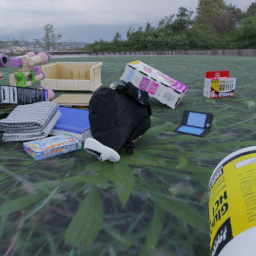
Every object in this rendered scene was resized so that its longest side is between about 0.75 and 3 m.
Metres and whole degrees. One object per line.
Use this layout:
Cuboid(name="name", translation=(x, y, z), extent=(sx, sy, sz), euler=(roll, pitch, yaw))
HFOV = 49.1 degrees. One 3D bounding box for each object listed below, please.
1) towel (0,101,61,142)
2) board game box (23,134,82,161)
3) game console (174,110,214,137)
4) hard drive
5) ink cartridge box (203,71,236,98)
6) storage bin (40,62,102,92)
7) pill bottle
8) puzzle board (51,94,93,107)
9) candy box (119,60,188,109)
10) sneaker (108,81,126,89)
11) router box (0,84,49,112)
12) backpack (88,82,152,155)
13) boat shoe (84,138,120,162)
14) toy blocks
Cuboid(name="towel", translation=(-2.879, -0.244, 8.199), extent=(1.498, 0.641, 1.240), euler=(-3, 35, 11))
Cuboid(name="board game box", translation=(-1.989, 0.478, 7.431), extent=(1.276, 0.220, 0.863), euler=(-14, 23, -37))
Cuboid(name="game console", translation=(2.088, -0.170, 8.898), extent=(1.010, 0.862, 0.598), euler=(12, -5, 31))
Cuboid(name="hard drive", translation=(-2.130, -0.244, 9.382), extent=(2.992, 0.380, 1.974), euler=(10, 20, 27))
Cuboid(name="ink cartridge box", translation=(4.568, -2.189, 13.949), extent=(1.431, 1.256, 0.600), euler=(-6, 19, -17))
Cuboid(name="storage bin", translation=(-3.218, -3.016, 16.282), extent=(2.974, 1.394, 2.953), euler=(2, 18, 5))
Cuboid(name="pill bottle", translation=(1.622, 1.284, 2.974), extent=(1.450, 1.450, 2.579), euler=(4, 18, 13))
Cuboid(name="puzzle board", translation=(-1.983, -1.252, 12.781), extent=(2.636, 0.229, 1.986), euler=(2, 17, 3))
Cuboid(name="candy box", translation=(1.204, -1.988, 12.407), extent=(2.696, 0.822, 1.839), euler=(29, 24, 8))
Cuboid(name="sneaker", translation=(-0.399, -1.502, 12.199), extent=(1.334, 0.996, 2.972), euler=(14, 15, 23))
Cuboid(name="router box", translation=(-4.341, -0.970, 9.768), extent=(2.461, 0.643, 1.935), euler=(-4, 0, 32))
Cuboid(name="backpack", translation=(-0.168, -0.388, 7.827), extent=(1.392, 1.835, 2.199), euler=(3, 12, 23))
Cuboid(name="boat shoe", translation=(-0.613, 0.587, 6.536), extent=(0.341, 0.948, 0.325), euler=(-25, 37, 43))
Cuboid(name="toy blocks", translation=(-4.631, -2.492, 13.302), extent=(2.442, 2.282, 2.056), euler=(4, 25, 19))
